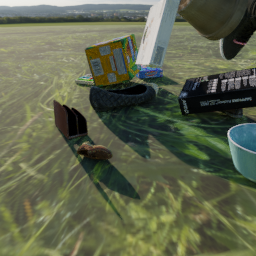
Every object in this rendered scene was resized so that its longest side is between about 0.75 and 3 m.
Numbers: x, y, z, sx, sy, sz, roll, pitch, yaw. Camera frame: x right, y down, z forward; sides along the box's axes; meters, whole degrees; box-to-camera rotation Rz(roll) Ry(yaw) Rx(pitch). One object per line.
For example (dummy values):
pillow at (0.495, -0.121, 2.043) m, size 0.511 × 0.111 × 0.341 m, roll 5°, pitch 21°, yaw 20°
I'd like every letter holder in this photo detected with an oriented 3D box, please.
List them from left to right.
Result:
letter holder at (-1.586, -0.322, 7.617) m, size 0.571 × 0.807 × 1.136 m, roll -13°, pitch 27°, yaw -27°

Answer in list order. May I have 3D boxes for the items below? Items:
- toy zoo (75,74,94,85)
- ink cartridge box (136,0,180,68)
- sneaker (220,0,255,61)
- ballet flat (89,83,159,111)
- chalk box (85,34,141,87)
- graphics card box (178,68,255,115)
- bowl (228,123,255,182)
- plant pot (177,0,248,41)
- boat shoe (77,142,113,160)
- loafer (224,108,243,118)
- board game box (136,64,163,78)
toy zoo at (-1.651, -2.236, 12.700) m, size 0.912 × 0.142 × 1.390 m, roll 10°, pitch 26°, yaw 21°
ink cartridge box at (0.403, -1.337, 4.042) m, size 0.206 × 0.920 × 0.811 m, roll 13°, pitch 10°, yaw -13°
sneaker at (3.828, -3.176, 8.781) m, size 0.940 × 2.660 × 1.319 m, roll 4°, pitch 37°, yaw -19°
ballet flat at (-0.022, -1.220, 9.620) m, size 2.824 × 0.802 × 0.938 m, roll -17°, pitch 29°, yaw -33°
chalk box at (-0.463, -3.049, 12.244) m, size 1.663 × 1.675 × 2.684 m, roll -7°, pitch 23°, yaw 19°
graphics card box at (2.995, -1.162, 8.669) m, size 2.618 × 0.666 × 1.643 m, roll -5°, pitch 29°, yaw 25°
bowl at (2.764, 0.566, 5.635) m, size 1.539 × 0.805 × 1.539 m, roll -1°, pitch 24°, yaw 0°
plant pot at (2.210, -3.642, 8.108) m, size 1.578 × 1.818 × 1.818 m, roll 7°, pitch 18°, yaw -29°
boat shoe at (-0.752, 0.567, 6.262) m, size 0.921 × 0.331 × 0.311 m, roll 9°, pitch 30°, yaw 33°
loafer at (3.179, -0.781, 9.049) m, size 0.533 × 0.467 × 1.483 m, roll -9°, pitch 26°, yaw -18°
board game box at (0.832, -2.827, 13.753) m, size 1.213 × 0.359 × 1.594 m, roll -8°, pitch 25°, yaw -17°
